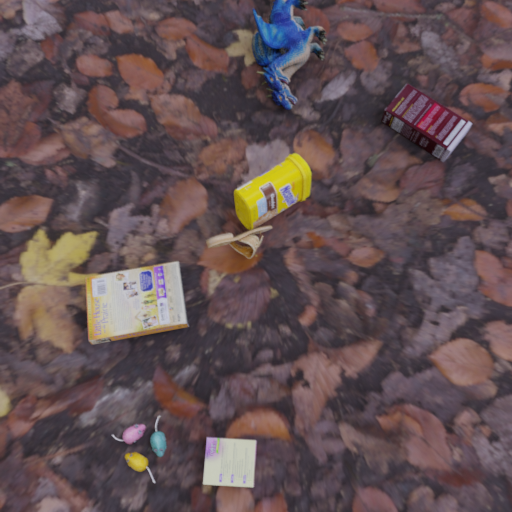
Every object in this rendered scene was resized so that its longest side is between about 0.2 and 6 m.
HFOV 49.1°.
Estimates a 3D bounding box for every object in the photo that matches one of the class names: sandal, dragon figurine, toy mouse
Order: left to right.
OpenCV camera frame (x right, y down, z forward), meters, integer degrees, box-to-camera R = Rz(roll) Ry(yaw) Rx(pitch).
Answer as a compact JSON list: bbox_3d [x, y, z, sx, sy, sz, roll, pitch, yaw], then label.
[{"bbox_3d":[-1.949,3.218,9.758,1.090,0.211,0.968,30,72,11],"label":"toy mouse"},{"bbox_3d":[-0.259,-0.181,10.650,1.598,0.586,0.526,-13,84,-45],"label":"sandal"},{"bbox_3d":[0.427,-4.878,12.377,1.696,1.004,3.412,-21,72,-8],"label":"dragon figurine"}]

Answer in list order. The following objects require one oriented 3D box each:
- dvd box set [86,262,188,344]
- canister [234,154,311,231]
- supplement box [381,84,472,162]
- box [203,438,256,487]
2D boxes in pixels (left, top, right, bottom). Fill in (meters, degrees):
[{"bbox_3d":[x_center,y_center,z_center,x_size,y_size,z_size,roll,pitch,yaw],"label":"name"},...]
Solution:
[{"bbox_3d":[-2.254,0.870,10.532,1.810,0.266,1.324,-11,62,-4],"label":"dvd box set"},{"bbox_3d":[0.310,-1.210,10.831,1.431,1.063,0.620,-33,64,-15],"label":"canister"},{"bbox_3d":[3.585,-2.827,11.877,1.624,0.495,0.884,38,74,12],"label":"supplement box"},{"bbox_3d":[-0.442,3.516,9.539,0.852,0.412,0.750,3,69,0],"label":"box"}]
